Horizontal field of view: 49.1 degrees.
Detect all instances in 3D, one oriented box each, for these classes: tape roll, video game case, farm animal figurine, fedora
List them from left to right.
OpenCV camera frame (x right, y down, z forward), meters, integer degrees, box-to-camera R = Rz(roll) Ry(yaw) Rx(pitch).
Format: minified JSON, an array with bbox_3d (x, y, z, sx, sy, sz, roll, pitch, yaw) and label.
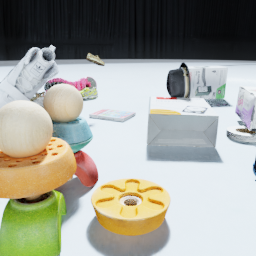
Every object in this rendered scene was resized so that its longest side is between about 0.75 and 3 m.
[{"bbox_3d":[-2.628,-0.786,9.712,1.517,0.945,1.878,-4,6,22],"label":"farm animal figurine"},{"bbox_3d":[-0.557,-0.481,10.075,1.395,0.122,0.998,8,19,25],"label":"video game case"},{"bbox_3d":[1.642,-1.477,9.390,0.643,1.408,1.408,-3,17,-3],"label":"fedora"},{"bbox_3d":[3.270,0.155,7.837,1.010,0.185,1.010,1,16,0],"label":"tape roll"}]

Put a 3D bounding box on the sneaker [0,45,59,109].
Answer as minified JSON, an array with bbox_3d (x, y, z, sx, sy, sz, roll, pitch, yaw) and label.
[{"bbox_3d":[-3.048,-1.298,8.104,1.680,1.099,2.924,-27,33,40],"label":"sneaker"}]

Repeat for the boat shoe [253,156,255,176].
[{"bbox_3d":[3.436,0.760,4.604,2.607,0.895,1.097,11,20,32],"label":"boat shoe"}]

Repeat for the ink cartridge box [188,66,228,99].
[{"bbox_3d":[3.491,-2.124,13.178,2.039,1.488,0.857,-4,19,-9],"label":"ink cartridge box"}]

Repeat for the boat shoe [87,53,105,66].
[{"bbox_3d":[-1.140,-2.499,10.179,0.283,0.300,0.789,1,-10,42],"label":"boat shoe"}]

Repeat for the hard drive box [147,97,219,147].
[{"bbox_3d":[1.437,-0.249,8.011,1.757,0.866,2.255,2,17,4],"label":"hard drive box"}]

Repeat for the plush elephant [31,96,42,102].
[{"bbox_3d":[-3.422,-0.820,10.124,0.901,0.959,1.164,32,50,-13],"label":"plush elephant"}]

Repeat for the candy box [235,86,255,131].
[{"bbox_3d":[4.854,-0.504,8.277,2.802,1.002,2.350,7,17,10],"label":"candy box"}]

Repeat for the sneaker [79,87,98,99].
[{"bbox_3d":[-2.078,-1.644,13.233,1.379,0.527,0.520,-13,22,-35],"label":"sneaker"}]

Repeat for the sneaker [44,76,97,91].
[{"bbox_3d":[-2.854,-1.939,13.962,2.531,1.000,1.207,-3,-5,-14],"label":"sneaker"}]

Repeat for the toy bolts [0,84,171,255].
[{"bbox_3d":[-0.737,0.316,4.410,2.552,1.853,2.672,-3,17,-11],"label":"toy bolts"}]
